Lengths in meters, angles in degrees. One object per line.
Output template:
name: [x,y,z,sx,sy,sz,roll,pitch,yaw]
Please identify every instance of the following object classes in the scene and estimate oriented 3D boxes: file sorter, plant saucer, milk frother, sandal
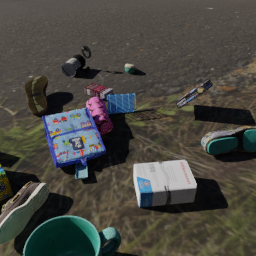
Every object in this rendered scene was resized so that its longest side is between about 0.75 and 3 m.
file sorter: [-0.276,-1.092,12.263,1.187,0.824,0.728,-4,0,-9]
plant saucer: [-1.568,1.362,9.433,0.397,0.108,1.137,-8,29,-6]
milk frother: [-2.887,-3.828,15.989,1.360,1.507,1.417,12,36,11]
sandal: [-4.226,-1.487,13.296,1.124,0.751,2.750,-15,51,-10]

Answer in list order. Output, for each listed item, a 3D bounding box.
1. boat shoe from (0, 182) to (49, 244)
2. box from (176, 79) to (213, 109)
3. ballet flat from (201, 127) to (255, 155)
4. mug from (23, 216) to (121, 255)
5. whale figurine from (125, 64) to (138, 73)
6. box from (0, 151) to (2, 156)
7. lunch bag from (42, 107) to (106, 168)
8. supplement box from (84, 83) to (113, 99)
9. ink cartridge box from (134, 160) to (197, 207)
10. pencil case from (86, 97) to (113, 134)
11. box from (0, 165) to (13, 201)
boat shoe: [-3.020,2.232,7.684,0.639,0.771,2.146,9,31,17]
box: [2.890,-1.494,12.175,0.358,1.428,1.439,54,33,0]
ballet flat: [3.986,0.386,10.288,2.784,1.001,1.001,-5,34,-9]
mug: [-1.214,2.969,6.177,1.932,1.195,1.588,7,34,8]
whale figurine: [0.198,-3.460,16.447,0.786,0.513,0.988,16,13,21]
box: [-5.114,0.818,9.940,0.948,0.544,0.626,12,36,18]
lunch bag: [-1.948,0.502,10.173,1.766,1.104,2.347,-14,47,-19]
supplement box: [-1.480,-1.825,13.984,1.306,0.398,0.711,22,40,28]
ink cartridge box: [1.072,1.663,8.527,1.678,0.721,1.229,-3,35,-6]
pencil case: [-1.161,-0.525,11.723,0.913,0.942,2.011,-40,35,15]
box: [-4.533,1.606,8.435,1.472,0.932,1.528,-25,41,-30]
